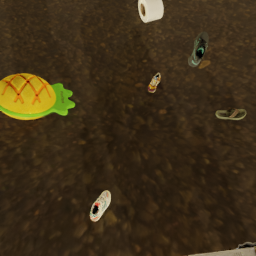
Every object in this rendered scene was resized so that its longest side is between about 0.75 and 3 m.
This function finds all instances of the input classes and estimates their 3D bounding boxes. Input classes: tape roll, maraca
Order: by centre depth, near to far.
[{"bbox_3d":[-3.478,-1.158,10.454,2.927,1.566,2.007,0,53,-25],"label":"maraca"},{"bbox_3d":[1.138,-6.063,14.169,0.847,1.234,1.234,-20,56,-14],"label":"tape roll"}]

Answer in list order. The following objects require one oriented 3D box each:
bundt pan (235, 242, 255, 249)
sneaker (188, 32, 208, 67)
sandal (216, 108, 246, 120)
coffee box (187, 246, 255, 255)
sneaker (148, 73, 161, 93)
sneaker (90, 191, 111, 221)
[{"bbox_3d":[3.306,3.668,7.424,1.153,0.433,1.153,-6,55,9],"label":"bundt pan"},{"bbox_3d":[2.462,-2.681,9.378,0.507,0.532,1.343,23,76,-9],"label":"sneaker"},{"bbox_3d":[3.950,-0.561,10.671,1.160,0.331,0.460,-3,54,-2],"label":"sandal"},{"bbox_3d":[1.646,3.670,6.547,2.720,1.555,1.084,-10,54,5],"label":"coffee box"},{"bbox_3d":[1.081,-1.890,11.591,0.355,0.427,0.947,18,56,13],"label":"sneaker"},{"bbox_3d":[-0.827,2.300,8.475,0.357,0.474,1.013,22,57,16],"label":"sneaker"}]
